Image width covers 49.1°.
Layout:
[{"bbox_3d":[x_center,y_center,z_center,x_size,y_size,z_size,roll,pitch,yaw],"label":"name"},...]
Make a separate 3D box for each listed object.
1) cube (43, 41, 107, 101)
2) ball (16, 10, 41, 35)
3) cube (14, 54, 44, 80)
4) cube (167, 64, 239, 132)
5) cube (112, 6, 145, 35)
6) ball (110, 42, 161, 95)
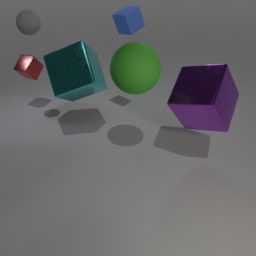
[{"bbox_3d":[-1.685,-1.802,9.233,1.400,1.400,1.400,-18,-4,12],"label":"cube"},{"bbox_3d":[-2.929,-3.093,8.239,0.700,0.700,0.700,0,31,0],"label":"ball"},{"bbox_3d":[-3.952,-2.417,11.178,0.700,0.700,0.700,15,75,26],"label":"cube"},{"bbox_3d":[2.227,-0.860,8.194,1.400,1.400,1.400,6,62,40],"label":"cube"},{"bbox_3d":[0.025,-3.653,9.503,0.700,0.700,0.700,-42,40,-23],"label":"cube"},{"bbox_3d":[0.206,-1.618,7.637,1.400,1.400,1.400,0,31,0],"label":"ball"}]
